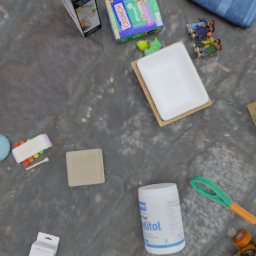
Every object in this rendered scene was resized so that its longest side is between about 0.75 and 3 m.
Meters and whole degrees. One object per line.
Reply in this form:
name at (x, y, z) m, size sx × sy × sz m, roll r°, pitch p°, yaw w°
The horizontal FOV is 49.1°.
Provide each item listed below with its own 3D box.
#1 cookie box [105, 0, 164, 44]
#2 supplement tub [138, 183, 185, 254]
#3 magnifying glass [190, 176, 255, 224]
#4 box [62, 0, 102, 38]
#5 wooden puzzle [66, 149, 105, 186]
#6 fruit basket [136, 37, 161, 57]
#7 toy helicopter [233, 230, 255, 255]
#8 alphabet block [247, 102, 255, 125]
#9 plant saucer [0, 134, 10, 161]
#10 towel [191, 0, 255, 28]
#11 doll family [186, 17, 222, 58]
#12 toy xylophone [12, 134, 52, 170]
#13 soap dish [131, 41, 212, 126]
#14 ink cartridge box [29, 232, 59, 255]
cookie box at (0.226, -4.262, 10.693) m, size 1.844 × 0.693 × 1.577 m, roll -17°, pitch 88°, yaw 0°
supplement tub at (1.153, 3.084, 9.728) m, size 1.405 × 1.405 × 2.129 m, roll -8°, pitch 85°, yaw -1°
magnifying glass at (3.363, 2.545, 9.909) m, size 2.567 × 1.022 × 0.287 m, roll 33°, pitch 66°, yaw 5°
box at (-1.771, -4.551, 9.672) m, size 0.851 × 2.831 × 1.651 m, roll -31°, pitch 84°, yaw -3°
wooden puzzle at (-1.582, 1.463, 10.434) m, size 1.373 × 0.318 × 1.271 m, roll -7°, pitch 85°, yaw 4°
fruit basket at (0.737, -3.090, 10.705) m, size 0.870 × 0.627 × 0.870 m, roll -1°, pitch 94°, yaw -15°
toy helicopter at (3.726, 4.856, 9.354) m, size 2.771 × 1.833 × 1.093 m, roll -45°, pitch 86°, yaw -3°
alphabet block at (5.304, -0.570, 10.156) m, size 1.203 × 1.197 × 1.225 m, roll -22°, pitch 85°, yaw -4°
plant saucer at (-4.963, 0.736, 10.564) m, size 1.053 × 0.144 × 1.053 m, roll 0°, pitch 86°, yaw 0°
towel at (3.724, -5.080, 10.790) m, size 2.882 × 0.700 × 1.609 m, roll 29°, pitch 86°, yaw 1°
doll family at (2.972, -3.476, 10.647) m, size 1.101 × 0.748 × 1.906 m, roll -15°, pitch 82°, yaw 4°
toy xylophone at (-3.562, 0.904, 10.426) m, size 1.513 × 0.380 × 1.108 m, roll -21°, pitch 85°, yaw -2°
soap dish at (1.558, -1.597, 10.306) m, size 2.040 × 1.053 × 2.593 m, roll -24°, pitch 86°, yaw -2°
ink cartridge box at (-3.089, 4.615, 10.053) m, size 0.841 × 0.492 × 1.449 m, roll 14°, pitch 85°, yaw 1°
